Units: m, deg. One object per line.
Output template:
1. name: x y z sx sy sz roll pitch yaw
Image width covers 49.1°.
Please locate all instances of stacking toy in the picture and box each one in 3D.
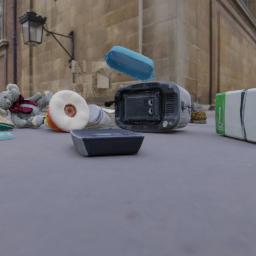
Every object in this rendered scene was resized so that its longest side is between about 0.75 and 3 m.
1. stacking toy: -2.282 -0.320 9.350 1.375 1.375 1.882 -3 -14 -40

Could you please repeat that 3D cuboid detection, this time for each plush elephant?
1. plush elephant: -4.208 -0.909 10.748 2.122 1.748 1.643 -17 -46 37

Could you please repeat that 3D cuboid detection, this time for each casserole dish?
1. casserole dish: 0.096 -2.191 9.424 1.820 0.353 1.103 22 -22 -5

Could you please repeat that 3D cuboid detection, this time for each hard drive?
1. hard drive: -0.452 0.218 5.115 1.140 0.358 1.690 -1 4 -16

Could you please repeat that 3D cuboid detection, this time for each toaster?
1. toaster: 0.790 -0.640 9.248 2.731 1.552 1.764 -2 -1 31

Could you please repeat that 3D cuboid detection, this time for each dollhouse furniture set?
1. dollhouse furniture set: -1.180 -1.477 12.258 2.501 2.723 1.772 -1 4 -12

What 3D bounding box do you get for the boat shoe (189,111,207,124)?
1. boat shoe: 3.360 -0.582 14.249 0.690 0.652 1.917 -2 4 -25

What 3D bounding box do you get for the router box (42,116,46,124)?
1. router box: -4.276 -0.417 14.079 1.005 0.344 1.347 0 4 3

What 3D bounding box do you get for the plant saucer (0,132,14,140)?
1. plant saucer: -3.274 0.194 6.902 0.890 0.160 0.890 0 4 0

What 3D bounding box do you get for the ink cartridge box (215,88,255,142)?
1. ink cartridge box: 3.587 -0.312 6.547 2.112 1.197 2.881 0 4 -3

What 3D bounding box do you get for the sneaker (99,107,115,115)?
1. sneaker: -1.210 -0.665 15.527 2.296 0.807 0.920 5 -6 -12

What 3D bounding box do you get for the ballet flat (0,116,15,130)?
1. ballet flat: -4.736 -0.261 9.074 1.983 0.647 0.699 0 -21 -29

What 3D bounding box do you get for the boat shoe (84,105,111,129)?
1. boat shoe: -1.735 -0.333 10.315 2.716 0.963 0.948 -1 -25 40
